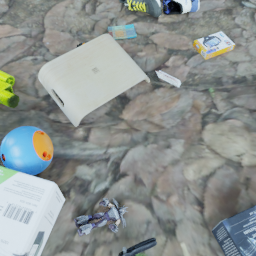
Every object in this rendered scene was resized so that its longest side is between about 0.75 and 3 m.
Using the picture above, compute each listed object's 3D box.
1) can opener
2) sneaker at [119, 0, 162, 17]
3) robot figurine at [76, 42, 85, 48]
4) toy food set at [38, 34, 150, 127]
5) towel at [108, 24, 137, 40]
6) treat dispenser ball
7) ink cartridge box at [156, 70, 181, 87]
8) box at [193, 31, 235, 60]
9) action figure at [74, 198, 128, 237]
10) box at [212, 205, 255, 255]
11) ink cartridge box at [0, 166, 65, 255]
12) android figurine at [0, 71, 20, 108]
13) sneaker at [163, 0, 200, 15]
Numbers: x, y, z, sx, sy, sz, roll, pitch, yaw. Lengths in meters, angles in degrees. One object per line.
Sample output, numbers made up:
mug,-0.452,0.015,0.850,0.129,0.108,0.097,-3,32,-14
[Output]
can opener,0.202,2.525,5.827,0.868,0.341,0.275,-29,20,-5
sneaker,0.420,-4.699,10.617,0.947,0.834,2.239,-31,53,-12
robot figurine,-1.518,-2.526,9.434,0.642,0.258,0.885,19,60,12
toy food set,-0.989,-1.506,8.553,2.799,0.846,2.009,-34,75,-19
towel,-0.211,-3.476,10.145,0.994,0.108,0.729,-8,56,-5
treat dispenser ball,-2.459,0.564,6.857,1.226,1.226,1.226,0,57,0
ink cartridge box,1.236,-1.553,8.574,0.751,0.652,0.164,31,90,18
box,3.022,-2.883,9.665,1.323,0.274,0.787,-24,60,-12
action figure,-0.564,2.050,6.353,1.247,0.433,0.811,-18,47,-16
box,2.766,2.541,5.747,1.234,0.890,1.662,-20,59,-13
ink cartridge box,-2.778,2.243,5.809,1.902,1.098,2.615,15,58,9
android figurine,-4.469,-1.003,8.004,2.581,0.530,2.350,25,46,21
sneaker,1.673,-5.015,10.727,1.165,0.815,2.017,-29,63,-20
